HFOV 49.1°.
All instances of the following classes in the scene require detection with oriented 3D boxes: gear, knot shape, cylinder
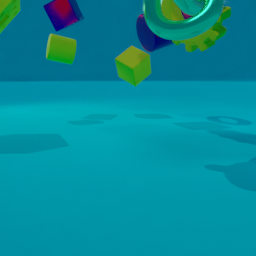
[{"bbox_3d":[1.618,-3.021,7.200,0.386,2.089,2.089,-34,25,-23],"label":"gear"},{"bbox_3d":[0.814,-2.674,4.872,1.934,2.067,0.955,36,-24,-15],"label":"knot shape"},{"bbox_3d":[-2.228,-2.619,9.329,0.837,0.837,0.837,7,7,-24],"label":"cylinder"},{"bbox_3d":[1.037,-3.138,8.849,1.170,1.170,1.170,-24,18,-18],"label":"cylinder"}]

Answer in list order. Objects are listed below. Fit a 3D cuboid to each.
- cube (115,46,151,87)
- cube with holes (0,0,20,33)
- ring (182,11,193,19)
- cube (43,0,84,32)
[{"bbox_3d":[0.212,-2.341,10.593,0.937,0.937,0.937,36,67,29],"label":"cube"},{"bbox_3d":[-3.597,-3.065,6.771,1.332,1.332,1.332,39,-11,-18],"label":"cube with holes"},{"bbox_3d":[1.788,-4.470,10.033,1.876,0.375,1.876,36,-1,1],"label":"ring"},{"bbox_3d":[-2.468,-4.485,10.888,1.013,1.013,1.013,-20,22,14],"label":"cube"}]
